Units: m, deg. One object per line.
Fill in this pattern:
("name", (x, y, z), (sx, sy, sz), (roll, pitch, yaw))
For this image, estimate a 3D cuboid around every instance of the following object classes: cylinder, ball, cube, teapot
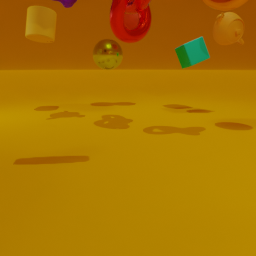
("cylinder", (-2.692, -3.189, 8.688), (0.868, 0.868, 0.868), (5, 1, 0))
("ball", (0.277, -3.674, 9.716), (0.994, 0.994, 0.994), (0, 13, 0))
("cube", (2.223, -2.594, 9.724), (0.766, 0.766, 0.766), (-25, 9, -11))
("teapot", (2.932, -2.868, 8.091), (1.482, 0.922, 0.726), (31, 10, -36))
("ball", (-0.746, -2.719, 10.384), (1.124, 1.124, 1.124), (0, 13, 0))

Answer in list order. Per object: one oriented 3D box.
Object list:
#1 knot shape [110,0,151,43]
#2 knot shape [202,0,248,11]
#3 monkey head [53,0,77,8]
("knot shape", (0.036, -3.032, 6.048), (0.911, 1.972, 1.846), (-3, 54, 3))
("knot shape", (1.717, -2.823, 4.722), (1.677, 1.570, 0.775), (1, 28, -2))
("monkey head", (-1.498, -3.556, 6.672), (0.979, 1.625, 1.169), (34, -34, -26))
